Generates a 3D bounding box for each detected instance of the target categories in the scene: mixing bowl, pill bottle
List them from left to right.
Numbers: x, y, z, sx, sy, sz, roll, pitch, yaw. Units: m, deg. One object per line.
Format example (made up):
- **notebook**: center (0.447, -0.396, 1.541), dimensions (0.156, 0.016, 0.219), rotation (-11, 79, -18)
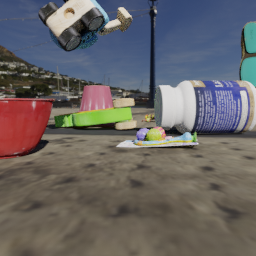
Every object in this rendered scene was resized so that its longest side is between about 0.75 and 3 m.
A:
- **mixing bowl**: center (-1.871, -0.018, 4.153), dimensions (1.553, 0.841, 1.553), rotation (0, 6, 0)
- **pill bottle**: center (1.879, -0.511, 7.009), dimensions (2.312, 1.338, 1.338), rotation (-1, 5, -6)

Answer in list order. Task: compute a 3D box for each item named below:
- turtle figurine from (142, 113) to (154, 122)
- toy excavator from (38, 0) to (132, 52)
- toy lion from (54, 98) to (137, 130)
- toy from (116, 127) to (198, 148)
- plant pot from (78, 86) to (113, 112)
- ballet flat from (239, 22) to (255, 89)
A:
- **turtle figurine**: center (1.104, -0.458, 12.183), dimensions (0.882, 0.352, 1.094), rotation (2, 5, 18)
- **toy excavator**: center (-0.817, -2.387, 6.408), dimensions (1.864, 0.958, 1.917), rotation (-39, -8, 1)
- **toy lion**: center (-1.129, -0.376, 9.169), dimensions (2.624, 0.940, 2.737), rotation (-7, 6, -3)
- **toy**: center (0.563, 0.154, 5.160), dimensions (1.411, 0.333, 0.812), rotation (1, 4, 12)
- **plant pot**: center (-1.337, -1.027, 12.049), dimensions (1.698, 1.519, 1.698), rotation (-1, 5, 0)
- **ballet flat**: center (4.127, -2.319, 9.319), dimensions (0.815, 2.305, 0.815), rotation (1, -4, 0)
